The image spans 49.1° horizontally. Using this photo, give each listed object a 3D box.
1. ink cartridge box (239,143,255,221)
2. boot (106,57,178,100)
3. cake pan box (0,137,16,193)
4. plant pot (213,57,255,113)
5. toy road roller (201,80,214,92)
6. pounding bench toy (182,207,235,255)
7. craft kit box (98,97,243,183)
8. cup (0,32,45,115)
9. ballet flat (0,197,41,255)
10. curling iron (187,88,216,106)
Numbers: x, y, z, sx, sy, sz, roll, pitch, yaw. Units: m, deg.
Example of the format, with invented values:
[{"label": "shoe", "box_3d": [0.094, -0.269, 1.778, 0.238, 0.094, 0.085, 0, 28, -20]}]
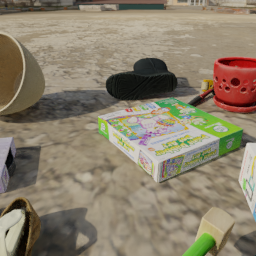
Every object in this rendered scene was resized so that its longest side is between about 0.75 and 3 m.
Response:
[{"label": "ink cartridge box", "box_3d": [2.873, 1.058, 5.357, 1.007, 1.012, 1.379, 2, 26, 5]}, {"label": "boot", "box_3d": [0.430, -2.066, 11.323, 2.785, 1.064, 2.340, -7, 27, -5]}, {"label": "cake pan box", "box_3d": [-3.568, 0.862, 6.337, 1.893, 0.495, 1.743, -6, 30, -12]}, {"label": "plant pot", "box_3d": [3.806, -1.506, 9.691, 1.792, 1.632, 1.792, 1, 28, 0]}, {"label": "toy road roller", "box_3d": [3.314, -1.749, 11.488, 0.771, 0.474, 0.563, -1, 14, -13]}, {"label": "pounding bench toy", "box_3d": [0.757, 2.052, 2.816, 1.961, 1.561, 2.514, -9, 28, -15]}, {"label": "craft kit box", "box_3d": [1.064, 0.095, 7.704, 2.850, 0.691, 2.814, -17, 34, -29]}, {"label": "cup", "box_3d": [-3.882, -1.593, 9.356, 2.606, 2.606, 1.864, 11, -1, 20]}, {"label": "ballet flat", "box_3d": [-1.731, 1.882, 3.881, 0.835, 0.890, 2.462, 0, 27, -3]}, {"label": "curling iron", "box_3d": [2.767, -1.093, 10.358, 2.292, 0.293, 0.568, -22, 35, -37]}]
